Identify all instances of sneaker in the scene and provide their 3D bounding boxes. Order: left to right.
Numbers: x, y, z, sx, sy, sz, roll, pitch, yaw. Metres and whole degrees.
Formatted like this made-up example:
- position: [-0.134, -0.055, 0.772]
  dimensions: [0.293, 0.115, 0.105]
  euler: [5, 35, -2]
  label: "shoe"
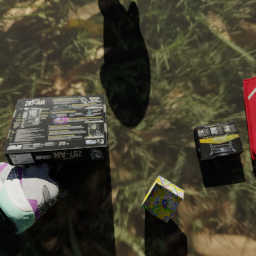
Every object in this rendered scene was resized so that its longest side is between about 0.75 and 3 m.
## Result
- position: [-2.515, 1.208, 6.834]
  dimensions: [2.671, 1.038, 1.869]
  euler: [30, 44, 34]
  label: "sneaker"

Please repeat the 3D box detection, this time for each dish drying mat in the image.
- position: [3.589, -0.331, 7.402]
  dimensions: [0.876, 0.208, 2.282]
  euler: [-11, 69, 34]
  label: "dish drying mat"

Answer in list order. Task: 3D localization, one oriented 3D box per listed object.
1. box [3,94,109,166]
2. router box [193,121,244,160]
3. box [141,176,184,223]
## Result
- position: [-1.668, -0.018, 6.929]
  dimensions: [2.303, 0.501, 1.845]
  euler: [-4, 46, -4]
  label: "box"
- position: [2.384, 0.335, 7.432]
  dimensions: [1.113, 0.291, 0.875]
  euler: [-8, 71, -3]
  label: "router box"
- position: [0.833, 1.693, 6.689]
  dimensions: [0.723, 0.458, 0.751]
  euler: [31, 106, 7]
  label: "box"
